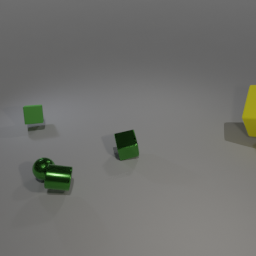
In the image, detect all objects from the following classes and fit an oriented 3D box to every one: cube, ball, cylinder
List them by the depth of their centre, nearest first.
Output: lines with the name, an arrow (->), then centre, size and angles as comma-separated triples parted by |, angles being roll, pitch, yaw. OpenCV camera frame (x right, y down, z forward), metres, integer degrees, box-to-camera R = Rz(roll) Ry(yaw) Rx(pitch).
cylinder -> -1.989, 1.424, 8.057 | 0.700, 0.700, 0.700 | 8, 30, -9
ball -> -2.592, 1.259, 8.652 | 0.700, 0.700, 0.700 | 0, 31, 0
cube -> -0.037, 0.588, 9.626 | 0.700, 0.700, 0.700 | -13, 51, -2
cube -> 4.989, -0.554, 9.845 | 1.400, 1.400, 1.400 | 6, 65, 36
cube -> -3.795, -0.553, 11.268 | 0.700, 0.700, 0.700 | -6, 9, -15
